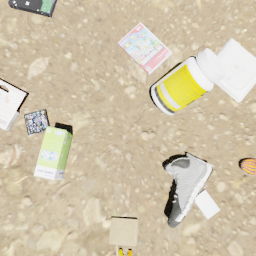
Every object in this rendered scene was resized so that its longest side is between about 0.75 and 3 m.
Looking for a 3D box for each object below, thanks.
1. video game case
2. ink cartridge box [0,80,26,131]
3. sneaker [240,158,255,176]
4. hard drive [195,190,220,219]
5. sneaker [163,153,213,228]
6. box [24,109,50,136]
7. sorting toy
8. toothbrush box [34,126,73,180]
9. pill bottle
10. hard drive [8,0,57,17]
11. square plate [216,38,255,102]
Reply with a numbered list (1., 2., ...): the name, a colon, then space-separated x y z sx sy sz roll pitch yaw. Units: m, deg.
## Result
1. video game case: 0.734 -3.451 12.152 1.412 0.172 1.975 -44 83 -7
2. ink cartridge box: -5.404 -1.075 11.621 1.948 0.436 1.716 28 82 4
3. sneaker: 5.412 1.581 10.881 1.847 1.035 0.716 12 81 2
4. hard drive: 3.108 3.028 11.109 0.630 0.126 0.956 -35 82 -5
5. sneaker: 1.894 2.233 10.841 1.674 1.087 2.898 33 70 11
6. box: -3.758 -0.232 11.594 0.919 0.230 0.925 -15 81 -3
7. sorting toy: -0.174 4.259 10.891 1.087 0.195 1.459 4 84 -1
8. toothbrush box: -2.821 1.006 10.815 0.803 1.359 1.866 10 81 2
9. pill bottle: 2.260 -1.715 10.595 2.573 1.470 1.470 -35 80 34
10. hard drive: -4.156 -5.789 12.438 1.944 0.368 1.358 14 81 3
11. square plate: 4.606 -2.518 11.940 2.111 0.300 2.092 42 83 6
